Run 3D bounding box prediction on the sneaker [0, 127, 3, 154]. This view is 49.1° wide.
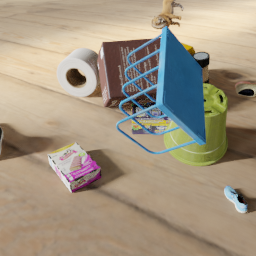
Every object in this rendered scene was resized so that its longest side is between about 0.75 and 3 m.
[{"bbox_3d":[-5.215,0.003,10.324,0.892,1.252,2.524,-15,37,-17],"label":"sneaker"}]

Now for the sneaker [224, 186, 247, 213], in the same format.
[{"bbox_3d":[3.199,2.005,8.203,0.365,0.419,0.932,-12,37,-17],"label":"sneaker"}]

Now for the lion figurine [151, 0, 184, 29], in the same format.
[{"bbox_3d":[1.544,-4.489,10.709,1.097,0.649,1.791,12,69,8],"label":"lion figurine"}]

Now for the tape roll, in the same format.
[{"bbox_3d":[-2.226,-2.672,13.469,1.996,1.996,1.371,8,36,11],"label":"tape roll"}]

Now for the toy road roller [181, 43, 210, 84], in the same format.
[{"bbox_3d":[2.531,-2.859,13.975,2.174,1.830,2.978,-30,45,-19],"label":"toy road roller"}]

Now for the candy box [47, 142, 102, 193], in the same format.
[{"bbox_3d":[-1.775,1.237,9.218,1.123,0.502,1.646,-24,41,-29],"label":"candy box"}]

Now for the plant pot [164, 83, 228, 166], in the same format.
[{"bbox_3d":[2.413,-0.256,9.389,2.295,2.179,2.295,-1,52,2],"label":"plant pot"}]

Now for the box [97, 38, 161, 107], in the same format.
[{"bbox_3d":[0.272,-2.291,11.948,2.777,2.280,2.303,-8,-2,-10],"label":"box"}]

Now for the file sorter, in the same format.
[{"bbox_3d":[0.790,-0.819,6.783,1.473,1.666,2.400,-22,46,36],"label":"file sorter"}]

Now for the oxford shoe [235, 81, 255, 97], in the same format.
[{"bbox_3d":[6.217,-1.750,13.359,2.087,0.739,0.770,1,41,17],"label":"oxford shoe"}]

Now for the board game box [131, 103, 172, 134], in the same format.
[{"bbox_3d":[1.116,-0.421,11.535,1.959,0.555,1.619,0,37,1],"label":"board game box"}]
